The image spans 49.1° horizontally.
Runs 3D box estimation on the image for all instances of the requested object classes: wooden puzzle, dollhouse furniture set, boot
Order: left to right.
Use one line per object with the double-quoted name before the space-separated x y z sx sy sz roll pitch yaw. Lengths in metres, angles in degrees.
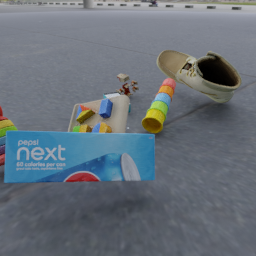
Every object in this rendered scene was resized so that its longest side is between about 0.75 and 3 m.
"wooden puzzle" -0.767 -0.134 6.524 1.501 0.348 1.390 -6 58 24
"dollhouse furniture set" -0.097 -1.468 9.714 0.792 0.783 0.408 -35 40 -26
"boot" 2.068 -1.823 8.630 2.842 1.024 2.198 33 6 12

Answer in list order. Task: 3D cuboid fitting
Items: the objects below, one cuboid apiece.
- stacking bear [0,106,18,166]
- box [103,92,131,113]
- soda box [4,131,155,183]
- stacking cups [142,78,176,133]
"stacking bear" -2.678 0.076 5.738 0.751 1.321 0.802 -24 0 -33
"box" -0.371 -0.819 9.045 0.490 0.293 1.192 -11 29 -21
"soda box" -0.769 0.498 4.796 2.391 0.811 0.767 2 -6 -14
"stacking cups" 0.914 -0.706 7.904 0.580 0.580 1.918 9 46 17
